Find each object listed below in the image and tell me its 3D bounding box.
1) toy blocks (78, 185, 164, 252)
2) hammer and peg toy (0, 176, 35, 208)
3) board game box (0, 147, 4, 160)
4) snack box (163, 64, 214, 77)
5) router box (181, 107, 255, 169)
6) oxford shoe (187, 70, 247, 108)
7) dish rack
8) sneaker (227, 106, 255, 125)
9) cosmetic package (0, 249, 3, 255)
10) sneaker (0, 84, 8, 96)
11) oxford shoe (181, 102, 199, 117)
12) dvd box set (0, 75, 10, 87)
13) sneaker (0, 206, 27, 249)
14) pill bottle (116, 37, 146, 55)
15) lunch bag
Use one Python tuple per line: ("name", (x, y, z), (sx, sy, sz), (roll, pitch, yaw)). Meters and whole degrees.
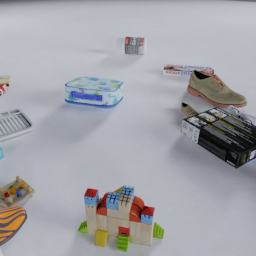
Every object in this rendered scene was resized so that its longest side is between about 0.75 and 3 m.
("toy blocks", (-0.153, 1.846, 6.147), (1.949, 1.333, 0.974), (7, 33, 11))
("hammer and peg toy", (-3.042, 1.752, 7.217), (0.787, 0.377, 1.070), (26, 40, 33))
("board game box", (-4.957, 0.889, 8.568), (1.727, 0.405, 1.304), (13, 34, 20))
("snack box", (3.218, -3.046, 14.954), (2.629, 0.320, 0.945), (6, 32, 10))
("router box", (3.289, 0.207, 9.445), (1.815, 0.621, 2.433), (-19, 37, -28))
("oxford shoe", (3.774, -1.703, 12.073), (1.024, 1.087, 2.907), (-27, 41, -36))
("dish rack", (-4.356, -0.061, 10.067), (1.596, 0.405, 1.860), (-21, 37, -31))
("sneaker", (4.399, -0.343, 10.411), (0.889, 0.581, 1.546), (-8, 38, -13))
("cosmetic package", (-2.984, 2.732, 4.233), (2.201, 1.842, 1.831), (-19, 38, -26))
("sneaker", (-6.136, -1.830, 12.985), (1.264, 0.495, 0.730), (23, 28, 12))
("oxford shoe", (2.428, -0.697, 11.075), (0.354, 0.376, 1.004), (-35, 41, -16))
("dvd box set", (-6.311, -2.307, 13.920), (0.843, 0.169, 1.152), (-10, 33, -15))
("sneaker", (-3.238, 2.076, 5.889), (2.165, 1.213, 0.840), (-26, 40, -35))
("pill bottle", (0.214, -5.244, 17.794), (1.840, 1.048, 1.048), (5, 32, 7))
("lunch bag", (-1.421, -1.502, 11.773), (2.280, 0.940, 1.833), (7, 24, 10))
